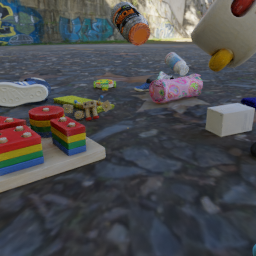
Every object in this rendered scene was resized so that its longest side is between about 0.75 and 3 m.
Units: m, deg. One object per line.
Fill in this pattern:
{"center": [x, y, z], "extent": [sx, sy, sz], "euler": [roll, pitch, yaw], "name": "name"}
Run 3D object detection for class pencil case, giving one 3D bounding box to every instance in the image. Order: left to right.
{"center": [2.144, -1.754, 12.205], "extent": [2.526, 1.104, 1.104], "euler": [-15, 25, -32], "name": "pencil case"}

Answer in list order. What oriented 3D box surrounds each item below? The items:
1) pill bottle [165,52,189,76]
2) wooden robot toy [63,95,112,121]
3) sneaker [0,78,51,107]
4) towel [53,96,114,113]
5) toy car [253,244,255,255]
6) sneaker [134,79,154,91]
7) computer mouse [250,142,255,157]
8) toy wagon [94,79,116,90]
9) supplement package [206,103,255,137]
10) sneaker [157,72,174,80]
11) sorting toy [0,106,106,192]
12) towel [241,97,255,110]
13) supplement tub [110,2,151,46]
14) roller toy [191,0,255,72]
{"center": [1.791, -2.330, 10.260], "extent": [0.516, 0.516, 0.950], "euler": [-11, 47, -27], "name": "pill bottle"}
{"center": [-1.357, -0.663, 9.901], "extent": [1.742, 0.767, 0.791], "euler": [-9, 3, 7], "name": "wooden robot toy"}
{"center": [-4.551, -1.595, 11.949], "extent": [2.440, 0.983, 1.787], "euler": [-4, 19, -11], "name": "sneaker"}
{"center": [-1.848, -0.997, 11.452], "extent": [2.599, 0.235, 1.118], "euler": [15, 20, 38], "name": "towel"}
{"center": [2.176, 1.633, 3.040], "extent": [1.331, 1.553, 1.775], "euler": [-43, 35, -4], "name": "toy car"}
{"center": [0.865, -2.172, 13.957], "extent": [1.101, 0.613, 0.423], "euler": [1, 21, 3], "name": "sneaker"}
{"center": [4.210, 0.456, 7.264], "extent": [2.276, 0.387, 0.667], "euler": [-6, 20, -16], "name": "computer mouse"}
{"center": [-1.210, -2.273, 14.682], "extent": [1.164, 0.297, 1.501], "euler": [-2, 20, -5], "name": "toy wagon"}
{"center": [3.152, -0.277, 8.696], "extent": [1.238, 0.751, 0.741], "euler": [-9, 22, -23], "name": "supplement package"}
{"center": [2.222, -2.716, 15.584], "extent": [1.061, 0.589, 1.516], "euler": [6, 30, 11], "name": "sneaker"}
{"center": [-2.449, 0.221, 7.043], "extent": [2.756, 0.959, 2.739], "euler": [-15, 25, -35], "name": "sorting toy"}
{"center": [5.489, -0.990, 11.237], "extent": [1.520, 0.376, 1.122], "euler": [-2, 14, -6], "name": "towel"}
{"center": [0.099, -3.847, 10.368], "extent": [1.041, 1.041, 1.699], "euler": [-11, 49, -26], "name": "supplement tub"}
{"center": [2.724, -2.600, 6.852], "extent": [1.581, 2.064, 2.263], "euler": [36, 46, -2], "name": "roller toy"}
